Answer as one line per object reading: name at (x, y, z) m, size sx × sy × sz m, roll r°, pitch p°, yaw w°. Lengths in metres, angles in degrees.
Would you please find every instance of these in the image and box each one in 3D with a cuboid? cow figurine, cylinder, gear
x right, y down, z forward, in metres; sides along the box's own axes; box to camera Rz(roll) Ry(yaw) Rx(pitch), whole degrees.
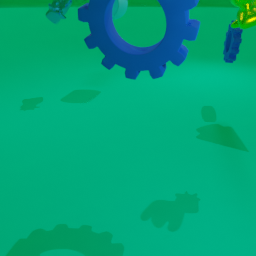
cow figurine at (1.841, -2.118, 4.499) m, size 0.550 × 1.003 × 0.987 m, roll -20°, pitch -16°, yaw 17°
cow figurine at (-2.171, -3.883, 8.975) m, size 0.644 × 1.173 × 1.155 m, roll 36°, pitch -4°, yaw -26°
cylinder at (-0.657, -4.291, 9.677) m, size 1.056 × 1.056 × 1.056 m, roll 7°, pitch 25°, yaw 15°
gear at (0.124, -1.379, 3.602) m, size 1.535 × 1.535 × 0.284 m, roll 8°, pitch 38°, yaw 16°
gear at (3.093, -2.548, 8.305) m, size 0.220 × 1.187 × 1.187 m, roll 6°, pitch 26°, yaw 5°

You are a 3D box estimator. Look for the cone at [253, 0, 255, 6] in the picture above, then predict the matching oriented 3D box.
cone at (3.621, -3.226, 6.587) m, size 1.168 × 1.168 × 1.172 m, roll -18°, pitch 9°, yaw -33°
